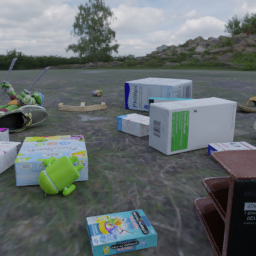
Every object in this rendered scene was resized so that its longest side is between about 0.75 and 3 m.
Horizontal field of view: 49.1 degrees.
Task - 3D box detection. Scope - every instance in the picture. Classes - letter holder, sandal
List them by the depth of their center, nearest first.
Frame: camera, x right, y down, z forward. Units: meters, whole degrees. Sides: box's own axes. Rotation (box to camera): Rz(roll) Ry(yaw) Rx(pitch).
[{"bbox_3d":[2.645,1.028,4.475,2.812,1.414,1.999,0,14,-1],"label":"letter holder"},{"bbox_3d":[6.682,-1.223,14.054,2.795,0.755,1.122,-1,15,-3],"label":"sandal"}]

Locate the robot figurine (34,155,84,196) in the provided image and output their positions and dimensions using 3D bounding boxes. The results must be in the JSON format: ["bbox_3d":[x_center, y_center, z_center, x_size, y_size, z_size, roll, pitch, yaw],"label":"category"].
[{"bbox_3d":[-1.416,0.971,5.838,0.993,0.871,0.574,-35,-2,-13],"label":"robot figurine"}]

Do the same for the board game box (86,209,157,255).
[{"bbox_3d":[-0.126,1.641,4.457,0.974,0.229,0.735,-4,16,-16],"label":"board game box"}]

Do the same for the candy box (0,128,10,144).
[{"bbox_3d":[-4.534,0.531,7.747,1.434,0.641,2.103,4,15,13],"label":"candy box"}]

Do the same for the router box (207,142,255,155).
[{"bbox_3d":[2.988,0.734,7.625,1.167,0.318,1.300,-2,15,-9],"label":"router box"}]

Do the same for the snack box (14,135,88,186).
[{"bbox_3d":[-1.854,0.726,7.055,1.591,0.639,1.887,-3,17,-12],"label":"snack box"}]

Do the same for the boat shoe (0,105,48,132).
[{"bbox_3d":[-4.038,-0.293,10.387,0.746,0.892,2.496,20,23,40],"label":"boat shoe"}]

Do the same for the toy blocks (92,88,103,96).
[{"bbox_3d":[-2.129,-2.372,19.077,0.672,0.491,0.984,-14,18,-9],"label":"toy blocks"}]

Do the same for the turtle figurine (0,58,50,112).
[{"bbox_3d":[-4.778,-1.305,11.180,2.048,2.846,2.759,37,53,14],"label":"turtle figurine"}]

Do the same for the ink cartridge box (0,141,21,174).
[{"bbox_3d":[-3.411,0.777,7.152,0.816,0.481,1.418,2,15,8],"label":"ink cartridge box"}]

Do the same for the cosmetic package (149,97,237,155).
[{"bbox_3d":[2.026,-0.140,8.802,2.632,1.416,1.116,-9,17,-25],"label":"cosmetic package"}]

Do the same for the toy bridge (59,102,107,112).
[{"bbox_3d":[-2.299,-1.067,14.301,2.451,0.334,0.824,-1,18,-6],"label":"toy bridge"}]

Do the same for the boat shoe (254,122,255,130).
[{"bbox_3d":[5.371,0.204,8.684,2.824,0.850,1.007,11,60,52],"label":"boat shoe"}]

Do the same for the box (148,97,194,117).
[{"bbox_3d":[1.981,-0.915,12.745,2.072,0.852,0.509,4,15,13],"label":"box"}]

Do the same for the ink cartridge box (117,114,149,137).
[{"bbox_3d":[0.437,-0.094,10.263,0.923,0.544,1.603,-13,20,-39],"label":"ink cartridge box"}]

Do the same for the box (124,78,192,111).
[{"bbox_3d":[1.607,-1.768,14.735,2.745,1.440,2.525,11,19,32],"label":"box"}]
